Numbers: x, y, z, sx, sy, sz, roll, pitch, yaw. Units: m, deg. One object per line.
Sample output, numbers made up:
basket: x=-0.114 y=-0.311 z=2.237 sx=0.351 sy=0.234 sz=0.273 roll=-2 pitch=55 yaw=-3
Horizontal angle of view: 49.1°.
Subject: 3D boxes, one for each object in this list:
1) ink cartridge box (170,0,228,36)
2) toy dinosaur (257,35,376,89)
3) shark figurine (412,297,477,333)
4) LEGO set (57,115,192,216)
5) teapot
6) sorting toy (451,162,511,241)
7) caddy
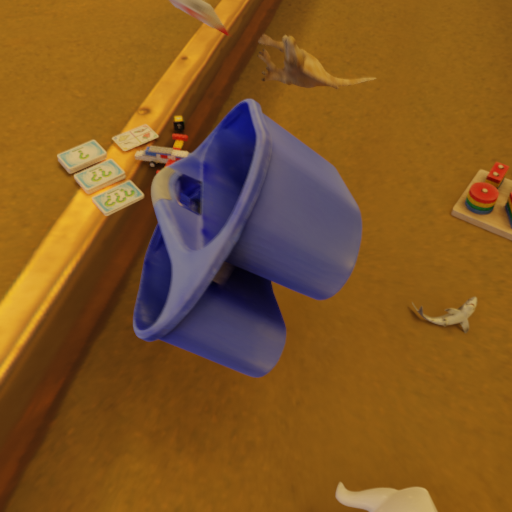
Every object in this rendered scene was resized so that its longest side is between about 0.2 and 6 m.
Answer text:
ink cartridge box: x=-1.139 y=-4.714 z=11.016 sx=0.950 sy=1.172 sz=0.294 roll=34 pitch=91 yaw=17
toy dinosaur: x=0.877 y=-3.140 z=9.609 sx=1.445 sy=0.832 sz=2.857 roll=33 pitch=21 yaw=27
shark figurine: x=3.548 y=1.094 z=10.494 sx=1.138 sy=0.680 sz=0.475 roll=-9 pitch=19 yaw=15
LEGO set: x=-2.813 y=-2.541 z=13.585 sx=3.305 sy=0.811 sz=2.469 roll=-30 pitch=57 yaw=-25
teapot: x=1.879 y=3.937 z=7.051 sx=1.302 sy=1.759 sz=1.782 roll=-25 pitch=20 yaw=7
sorting toy: x=5.586 y=-1.273 z=12.456 sx=1.794 sy=0.624 sz=1.783 roll=28 pitch=53 yaw=23
caddy: x=-0.451 y=-0.440 z=7.905 sx=2.299 sy=3.096 sz=4.380 roll=30 pitch=21 yaw=-19
